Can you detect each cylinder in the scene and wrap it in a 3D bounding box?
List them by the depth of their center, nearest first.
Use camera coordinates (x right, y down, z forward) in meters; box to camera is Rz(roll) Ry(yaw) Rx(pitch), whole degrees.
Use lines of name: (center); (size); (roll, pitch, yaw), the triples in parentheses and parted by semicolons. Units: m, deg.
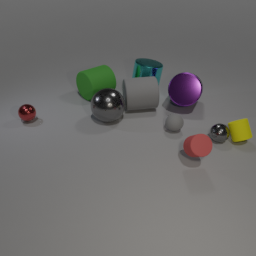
cylinder: (2.168, 0.555, 8.748); (0.700, 0.700, 0.700); (-5, -6, -8)
cylinder: (4.056, 0.076, 10.143); (0.700, 0.700, 0.700); (-16, 1, 0)
cylinder: (2.529, -1.699, 12.203); (1.400, 1.400, 1.400); (9, 12, 14)
cylinder: (0.534, -1.504, 12.253); (1.400, 1.400, 1.400); (-6, 32, -7)
cylinder: (-1.516, -2.171, 13.365); (1.400, 1.400, 1.400); (-26, 40, -35)
cylinder: (0.916, -2.560, 13.824); (1.400, 1.400, 1.400); (8, 29, -5)

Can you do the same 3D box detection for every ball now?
ball: (3.338, 0.180, 10.206); (0.700, 0.700, 0.700); (0, 32, 0)
ball: (1.790, -0.211, 10.786); (0.700, 0.700, 0.700); (0, 32, 0)
ball: (-0.813, -0.920, 11.330); (1.400, 1.400, 1.400); (0, 32, 0)
ball: (-4.100, -0.627, 11.389); (0.700, 0.700, 0.700); (0, 32, 0)
